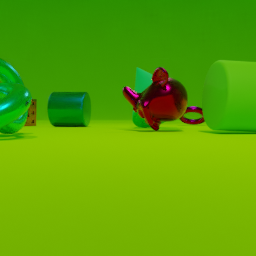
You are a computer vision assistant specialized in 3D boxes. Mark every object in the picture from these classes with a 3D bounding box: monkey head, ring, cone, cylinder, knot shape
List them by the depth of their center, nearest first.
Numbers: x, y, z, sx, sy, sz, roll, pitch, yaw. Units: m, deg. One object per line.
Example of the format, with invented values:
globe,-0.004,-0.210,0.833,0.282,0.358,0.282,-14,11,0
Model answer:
knot shape,-2.031,-0.501,3.888,1.906,0.881,1.784,34,10,14
cylinder,2.075,-0.539,4.900,1.204,1.204,1.204,2,2,-5
monkey head,0.579,-0.647,5.767,1.268,1.062,1.762,46,3,27
cone,0.587,-1.171,8.137,1.674,1.680,1.674,-19,-29,-11
cylinder,-1.926,-0.624,9.368,1.167,1.167,1.167,1,2,6
ring,2.645,-0.495,11.420,1.220,0.244,1.220,8,-28,4

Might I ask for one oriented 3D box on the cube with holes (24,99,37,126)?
cube with holes,-4.149,-0.597,10.452,1.008,1.008,1.008,4,4,35
